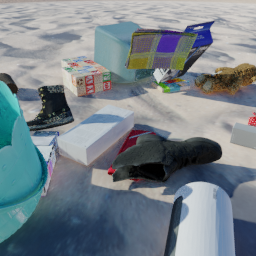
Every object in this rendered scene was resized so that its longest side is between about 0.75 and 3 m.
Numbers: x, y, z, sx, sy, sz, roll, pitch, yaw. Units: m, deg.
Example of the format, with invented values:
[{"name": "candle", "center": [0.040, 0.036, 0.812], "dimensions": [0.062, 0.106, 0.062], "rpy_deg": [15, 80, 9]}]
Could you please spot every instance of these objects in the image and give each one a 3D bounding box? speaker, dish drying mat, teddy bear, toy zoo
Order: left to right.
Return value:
[{"name": "dish drying mat", "center": [0.168, 0.631, 7.534], "dimensions": [0.806, 0.191, 2.098], "rpy_deg": [10, 31, 14]}, {"name": "toy zoo", "center": [1.922, -1.843, 11.892], "dimensions": [1.553, 0.159, 1.019], "rpy_deg": [-11, 31, -18]}, {"name": "speaker", "center": [1.053, 2.060, 4.153], "dimensions": [1.090, 1.090, 2.683], "rpy_deg": [8, 31, 13]}, {"name": "teddy bear", "center": [4.048, -1.953, 11.613], "dimensions": [2.571, 0.858, 1.864], "rpy_deg": [-23, 29, -22]}]

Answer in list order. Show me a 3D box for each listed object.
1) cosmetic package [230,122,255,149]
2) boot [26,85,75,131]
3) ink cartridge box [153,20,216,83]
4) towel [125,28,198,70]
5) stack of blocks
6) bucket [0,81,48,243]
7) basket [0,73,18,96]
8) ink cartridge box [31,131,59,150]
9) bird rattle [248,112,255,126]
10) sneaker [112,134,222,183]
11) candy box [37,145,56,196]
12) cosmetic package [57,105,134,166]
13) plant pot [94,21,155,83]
[{"name": "cosmetic package", "center": [3.433, 0.244, 7.885], "dimensions": [0.990, 0.529, 0.446], "rpy_deg": [13, 32, 24]}, {"name": "boot", "center": [-2.399, -0.560, 7.977], "dimensions": [1.549, 1.166, 0.567], "rpy_deg": [-12, -2, -11]}, {"name": "ink cartridge box", "center": [2.095, -2.716, 10.338], "dimensions": [1.377, 2.769, 0.543], "rpy_deg": [-20, 74, -26]}, {"name": "towel", "center": [0.762, -1.834, 6.747], "dimensions": [1.623, 1.166, 0.185], "rpy_deg": [-2, 55, -16]}, {"name": "stack of blocks", "center": [-2.029, -2.319, 12.082], "dimensions": [1.543, 0.785, 2.679], "rpy_deg": [-17, 34, -26]}, {"name": "bucket", "center": [-3.015, 0.672, 5.055], "dimensions": [2.982, 1.940, 2.982], "rpy_deg": [-3, 47, 3]}, {"name": "basket", "center": [-4.861, -1.687, 11.125], "dimensions": [0.945, 0.713, 1.048], "rpy_deg": [-24, 41, -35]}, {"name": "ink cartridge box", "center": [-2.311, 0.385, 7.715], "dimensions": [0.699, 0.391, 1.025], "rpy_deg": [1, 26, 4]}, {"name": "bird rattle", "center": [4.477, -0.236, 8.910], "dimensions": [1.159, 0.653, 0.945], "rpy_deg": [6, 16, 37]}, {"name": "sneaker", "center": [0.975, 0.804, 6.656], "dimensions": [2.576, 0.774, 1.344], "rpy_deg": [6, 34, 6]}, {"name": "candy box", "center": [-2.401, 0.982, 6.622], "dimensions": [1.139, 0.486, 1.358], "rpy_deg": [-2, 30, -2]}, {"name": "cosmetic package", "center": [-0.821, 0.116, 8.014], "dimensions": [0.981, 0.602, 2.376], "rpy_deg": [16, 33, 27]}, {"name": "plant pot", "center": [0.059, -3.168, 12.355], "dimensions": [2.216, 2.222, 2.264], "rpy_deg": [-26, 47, -37]}]
